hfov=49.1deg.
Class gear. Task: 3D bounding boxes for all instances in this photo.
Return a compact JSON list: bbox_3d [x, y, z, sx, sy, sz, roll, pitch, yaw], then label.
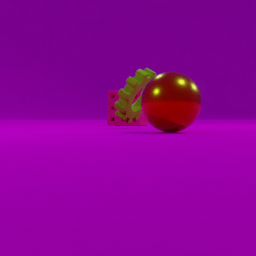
[{"bbox_3d":[0.274,-0.904,7.982,0.296,1.601,1.601,36,18,24],"label":"gear"}]

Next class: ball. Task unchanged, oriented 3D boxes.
[{"bbox_3d":[0.840,-0.503,5.487,1.181,1.181,1.181,0,2,0],"label":"ball"}]

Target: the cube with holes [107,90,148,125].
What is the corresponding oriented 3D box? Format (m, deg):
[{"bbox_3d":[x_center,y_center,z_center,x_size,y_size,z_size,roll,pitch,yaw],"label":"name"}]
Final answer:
[{"bbox_3d":[0.023,-0.771,11.227,1.318,1.318,1.318,1,1,17],"label":"cube with holes"}]
